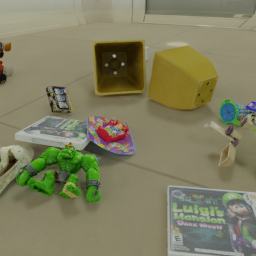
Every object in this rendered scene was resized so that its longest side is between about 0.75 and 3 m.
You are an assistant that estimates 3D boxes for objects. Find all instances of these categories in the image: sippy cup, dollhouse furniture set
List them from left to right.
[{"bbox_3d":[2.936,0.251,8.600,1.153,1.287,1.624,35,35,4],"label":"dollhouse furniture set"},{"bbox_3d":[4.269,-0.628,11.200,0.830,1.133,0.890,-4,-1,-30],"label":"sippy cup"}]

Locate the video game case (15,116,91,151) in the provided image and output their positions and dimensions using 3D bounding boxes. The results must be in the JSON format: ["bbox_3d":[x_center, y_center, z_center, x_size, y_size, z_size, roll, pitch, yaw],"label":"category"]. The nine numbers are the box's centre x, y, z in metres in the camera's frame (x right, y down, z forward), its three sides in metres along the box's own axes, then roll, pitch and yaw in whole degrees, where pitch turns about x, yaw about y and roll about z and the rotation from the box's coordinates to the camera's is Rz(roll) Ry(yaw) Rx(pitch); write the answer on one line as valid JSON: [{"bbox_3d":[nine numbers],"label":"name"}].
[{"bbox_3d":[-2.268,0.099,9.727,2.208,0.284,2.428,8,17,7],"label":"video game case"}]

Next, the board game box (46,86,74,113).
[{"bbox_3d":[-2.848,-1.185,11.701,0.316,1.113,0.920,-30,-19,37],"label":"board game box"}]

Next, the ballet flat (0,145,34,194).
[{"bbox_3d":[-3.536,1.061,7.992,0.977,0.903,2.898,4,29,6],"label":"ballet flat"}]

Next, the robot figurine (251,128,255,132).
[{"bbox_3d":[5.180,0.458,8.173,2.901,1.678,2.545,3,37,-3],"label":"robot figurine"}]

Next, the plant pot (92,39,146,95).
[{"bbox_3d":[-0.560,-3.162,14.182,2.462,2.478,2.535,-5,17,-8],"label":"plant pot"}]

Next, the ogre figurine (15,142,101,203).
[{"bbox_3d":[-1.752,1.188,7.685,2.299,1.128,1.378,-4,44,23],"label":"ogre figurine"}]

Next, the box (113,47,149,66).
[{"bbox_3d":[0.086,-4.634,18.302,1.731,0.892,2.968,11,31,19],"label":"box"}]

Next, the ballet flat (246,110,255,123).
[{"bbox_3d":[5.044,-0.404,11.180,1.284,0.462,0.462,19,34,32],"label":"ballet flat"}]

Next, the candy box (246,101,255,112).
[{"bbox_3d":[5.500,-0.694,11.688,1.035,0.399,0.875,26,39,36],"label":"candy box"}]

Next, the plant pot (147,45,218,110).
[{"bbox_3d":[2.579,-2.073,12.441,2.257,2.272,2.324,-21,44,-33],"label":"plant pot"}]

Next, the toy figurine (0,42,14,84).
[{"bbox_3d":[-7.190,-3.653,15.301,1.497,2.118,2.152,9,26,-6],"label":"toy figurine"}]

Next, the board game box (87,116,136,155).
[{"bbox_3d":[-0.518,0.041,9.595,1.741,0.429,2.203,18,26,-19],"label":"board game box"}]

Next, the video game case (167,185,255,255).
[{"bbox_3d":[2.121,2.212,6.557,2.377,0.278,2.161,3,29,6],"label":"video game case"}]
